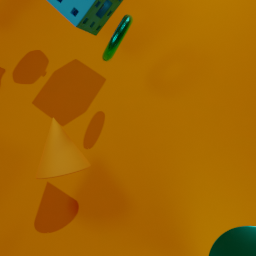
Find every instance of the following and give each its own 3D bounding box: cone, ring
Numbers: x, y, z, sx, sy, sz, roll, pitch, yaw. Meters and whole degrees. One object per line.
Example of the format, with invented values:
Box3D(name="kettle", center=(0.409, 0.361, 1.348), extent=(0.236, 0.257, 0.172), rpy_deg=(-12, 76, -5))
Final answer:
Box3D(name="cone", center=(2.093, 2.601, 4.644), extent=(1.391, 1.396, 1.391), rpy_deg=(-12, 42, 11))
Box3D(name="cone", center=(-1.418, 0.342, 5.728), extent=(1.122, 1.122, 1.127), rpy_deg=(-11, 91, -4))
Box3D(name="ring", center=(-0.225, -1.880, 5.899), extent=(0.218, 1.089, 1.089), rpy_deg=(30, 72, -10))

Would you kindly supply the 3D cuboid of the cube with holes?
Box3D(name="cube with holes", center=(-0.993, -3.075, 6.260), extent=(1.272, 1.272, 1.272), rpy_deg=(43, 106, 3))
